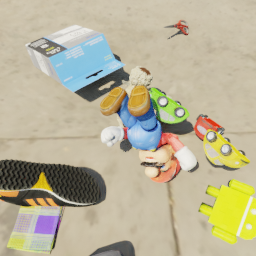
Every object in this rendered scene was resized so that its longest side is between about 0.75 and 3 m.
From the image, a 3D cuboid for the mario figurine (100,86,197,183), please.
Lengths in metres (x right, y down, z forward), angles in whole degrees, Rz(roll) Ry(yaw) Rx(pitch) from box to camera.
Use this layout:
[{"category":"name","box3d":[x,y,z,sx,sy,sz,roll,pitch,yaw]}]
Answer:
[{"category":"mario figurine","box3d":[0.373,0.368,5.440,1.251,2.360,1.457,-39,39,-4]}]

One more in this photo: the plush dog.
[{"category":"plush dog","box3d":[0.199,-0.444,6.740,1.295,1.614,1.386,-18,33,41]}]

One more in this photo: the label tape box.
[{"category":"label tape box","box3d":[-1.467,-2.014,7.620,1.707,0.749,2.367,-33,43,-24]}]

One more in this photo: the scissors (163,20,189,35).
[{"category":"scissors","box3d":[1.556,-3.373,9.164,1.401,0.098,0.513,-5,83,-41]}]

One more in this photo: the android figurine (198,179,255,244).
[{"category":"android figurine","box3d":[2.082,1.633,5.437,1.299,0.267,1.182,23,83,22]}]

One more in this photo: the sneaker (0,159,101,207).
[{"category":"sneaker","box3d":[-1.659,1.210,5.596,2.158,0.971,0.755,15,52,-21]}]

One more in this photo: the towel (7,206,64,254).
[{"category":"towel","box3d":[-1.801,1.811,5.631,0.904,0.143,1.259,6,53,4]}]

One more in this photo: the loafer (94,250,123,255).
[{"category":"loafer","box3d":[-1.275,2.794,4.137,2.938,1.056,0.925,-16,49,-19]}]

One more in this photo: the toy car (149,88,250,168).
[{"category":"toy car","box3d":[1.267,-0.082,5.838,2.151,0.510,2.286,32,17,-8]}]
